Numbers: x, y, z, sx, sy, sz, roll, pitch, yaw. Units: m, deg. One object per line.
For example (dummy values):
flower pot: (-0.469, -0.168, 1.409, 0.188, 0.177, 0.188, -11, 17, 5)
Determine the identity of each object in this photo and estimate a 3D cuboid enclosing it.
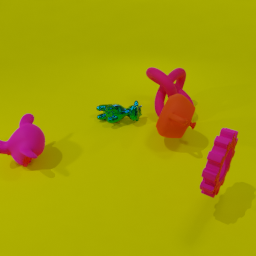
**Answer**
gear: (1.794, 0.674, 5.473, 0.250, 1.352, 1.352, 20, 37, 29)
teapot: (1.397, -0.263, 7.775, 1.001, 1.271, 2.044, 25, 7, 6)
cow figurine: (-0.241, -0.521, 9.054, 1.241, 0.692, 1.261, -12, 16, -38)
knot shape: (1.476, -1.249, 9.306, 0.952, 2.061, 1.928, -21, 13, 36)
monkey head: (-2.741, 0.339, 7.093, 1.196, 1.002, 1.663, 18, 32, -34)
